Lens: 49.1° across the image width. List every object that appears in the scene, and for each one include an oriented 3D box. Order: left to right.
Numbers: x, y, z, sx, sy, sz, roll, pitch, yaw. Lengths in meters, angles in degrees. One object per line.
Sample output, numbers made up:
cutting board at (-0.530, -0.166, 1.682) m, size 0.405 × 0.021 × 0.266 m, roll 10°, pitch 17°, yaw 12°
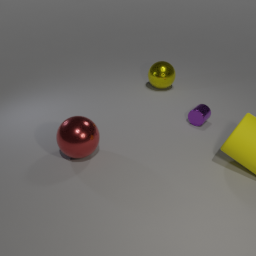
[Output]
ball at (-1.627, 0.296, 9.167) m, size 1.400 × 1.400 × 1.400 m, roll 0°, pitch 31°, yaw 0°
ball at (1.706, -2.679, 14.180) m, size 1.400 × 1.400 × 1.400 m, roll 0°, pitch 31°, yaw 0°
cylinder at (2.863, -0.526, 11.220) m, size 0.700 × 0.700 × 0.700 m, roll 22°, pitch 37°, yaw 32°
cylinder at (3.787, 0.492, 8.440) m, size 1.400 × 1.400 × 1.400 m, roll 37°, pitch 43°, yaw 16°
